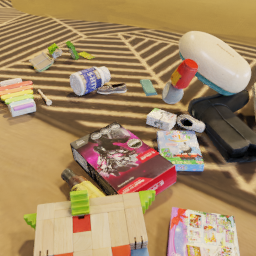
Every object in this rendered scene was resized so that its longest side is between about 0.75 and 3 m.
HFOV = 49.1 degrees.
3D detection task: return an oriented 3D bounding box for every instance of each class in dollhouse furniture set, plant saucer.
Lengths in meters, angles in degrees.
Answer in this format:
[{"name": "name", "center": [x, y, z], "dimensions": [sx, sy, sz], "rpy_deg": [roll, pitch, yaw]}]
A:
[{"name": "dollhouse furniture set", "center": [-3.313, -3.065, 12.651], "dimensions": [2.081, 0.803, 1.040], "rpy_deg": [-38, 55, -16]}, {"name": "plant saucer", "center": [0.778, -1.579, 10.744], "dimensions": [0.428, 0.116, 1.224], "rpy_deg": [-5, 35, -8]}]

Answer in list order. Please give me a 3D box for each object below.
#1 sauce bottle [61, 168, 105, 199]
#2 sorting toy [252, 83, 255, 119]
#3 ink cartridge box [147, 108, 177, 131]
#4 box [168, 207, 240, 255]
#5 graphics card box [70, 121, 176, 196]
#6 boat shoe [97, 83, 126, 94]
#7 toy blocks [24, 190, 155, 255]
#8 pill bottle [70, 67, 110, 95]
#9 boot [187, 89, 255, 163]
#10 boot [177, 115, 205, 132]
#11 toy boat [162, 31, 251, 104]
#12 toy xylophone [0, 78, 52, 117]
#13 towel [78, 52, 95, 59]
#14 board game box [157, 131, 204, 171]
[{"name": "sauce bottle", "center": [-0.994, 1.404, 6.275], "dimensions": [0.479, 0.479, 1.452], "rpy_deg": [-29, 42, -34]}, {"name": "sorting toy", "center": [4.823, -0.601, 8.230], "dimensions": [1.965, 0.684, 1.953], "rpy_deg": [16, 49, 1]}, {"name": "ink cartridge box", "center": [1.048, -0.269, 8.716], "dimensions": [0.769, 0.323, 0.560], "rpy_deg": [20, 40, 26]}, {"name": "box", "center": [1.343, 2.329, 5.048], "dimensions": [1.247, 0.356, 1.823], "rpy_deg": [7, 36, 9]}, {"name": "graphics card box", "center": [-0.189, 0.829, 6.855], "dimensions": [1.509, 0.612, 2.405], "rpy_deg": [-27, 41, -26]}, {"name": "boat shoe", "center": [-0.601, -1.493, 10.429], "dimensions": [1.090, 0.324, 0.392], "rpy_deg": [-3, 36, -5]}, {"name": "toy blocks", "center": [-0.597, 2.127, 4.850], "dimensions": [2.498, 1.248, 1.707], "rpy_deg": [-6, 47, -7]}, {"name": "pill bottle", "center": [-1.378, -1.808, 10.438], "dimensions": [1.381, 0.826, 0.826], "rpy_deg": [-28, 44, -33]}, {"name": "boot", "center": [3.195, -0.166, 8.094], "dimensions": [2.113, 0.841, 2.563], "rpy_deg": [-16, 34, -6]}, {"name": "boot", "center": [1.704, -0.200, 8.244], "dimensions": [0.542, 0.417, 1.134], "rpy_deg": [17, 4, -34]}, {"name": "toy boat", "center": [2.120, -1.688, 8.309], "dimensions": [2.496, 1.380, 2.970], "rpy_deg": [46, 48, 15]}, {"name": "toy xylophone", "center": [-3.628, -1.103, 9.706], "dimensions": [1.543, 0.530, 2.108], "rpy_deg": [-24, 42, -30]}, {"name": "towel", "center": [-2.009, -3.493, 13.443], "dimensions": [0.385, 0.081, 0.895], "rpy_deg": [-28, 44, -34]}, {"name": "board game box", "center": [1.370, 0.582, 7.580], "dimensions": [1.079, 0.261, 1.426], "rpy_deg": [0, 35, 1]}]
